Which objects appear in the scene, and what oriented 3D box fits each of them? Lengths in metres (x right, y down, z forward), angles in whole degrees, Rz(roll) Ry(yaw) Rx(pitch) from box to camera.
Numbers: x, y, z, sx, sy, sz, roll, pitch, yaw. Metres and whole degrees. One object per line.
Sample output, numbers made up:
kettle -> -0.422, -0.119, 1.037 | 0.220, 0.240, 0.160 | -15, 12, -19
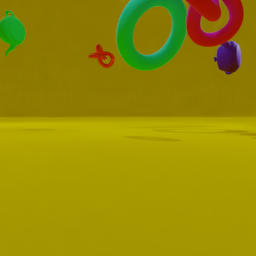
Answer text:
teapot -> 3.493, -2.539, 9.963 | 0.860, 1.093, 1.757 | -1, -34, 31
ring -> 0.650, -2.458, 7.169 | 2.085, 2.085, 0.417 | -2, 34, -34
teapot -> -3.282, -2.642, 7.791 | 0.616, 1.258, 0.782 | 0, 2, 24
knot shape -> 1.501, -2.528, 5.331 | 1.720, 1.839, 0.850 | -11, 17, -44
knot shape -> -1.151, -2.957, 11.512 | 1.016, 1.086, 0.502 | -18, -24, -45
